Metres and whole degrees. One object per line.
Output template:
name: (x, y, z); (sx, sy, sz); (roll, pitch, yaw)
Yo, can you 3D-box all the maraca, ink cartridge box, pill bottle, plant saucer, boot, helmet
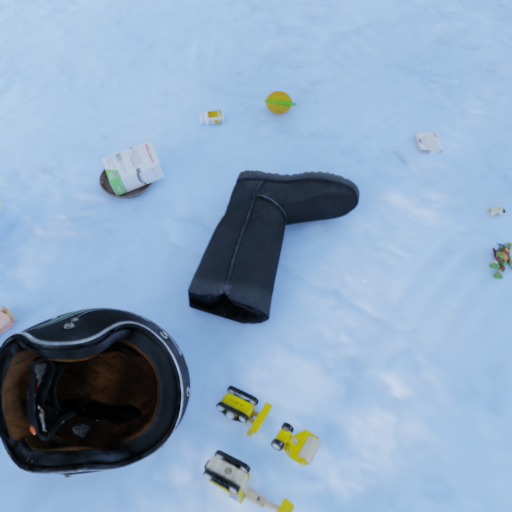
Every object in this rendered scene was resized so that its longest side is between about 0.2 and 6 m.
maraca: (0.617, -3.913, 14.301); (0.740, 0.577, 1.079); (-1, 17, -15)
ink cartridge box: (-2.809, -2.013, 12.812); (1.186, 0.498, 0.863); (-22, 57, -6)
pill bottle: (-1.140, -3.526, 14.292); (0.595, 0.331, 0.331); (-9, 53, -7)
plant saucer: (-2.987, -1.767, 13.020); (1.273, 0.204, 1.273); (0, 52, 0)
boot: (0.423, -0.216, 11.170); (2.831, 1.128, 3.435); (4, 47, 18)
helmet: (-2.393, 2.005, 8.612); (2.541, 2.665, 2.665); (0, 43, -45)
ink cartridge box: (4.244, -2.789, 13.835); (0.591, 0.150, 0.671); (-1, 52, -3)

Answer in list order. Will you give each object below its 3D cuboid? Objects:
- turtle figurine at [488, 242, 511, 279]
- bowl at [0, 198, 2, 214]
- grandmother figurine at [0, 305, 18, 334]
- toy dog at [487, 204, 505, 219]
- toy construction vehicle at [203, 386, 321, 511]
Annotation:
turtle figurine: (5.160, 0.057, 11.348); (0.876, 0.630, 0.849); (32, 63, 26)
bowl: (-6.995, -0.767, 10.995); (3.489, 1.568, 3.489); (22, 28, -13)
grandmother figurine: (-5.086, 1.519, 10.395); (0.800, 0.400, 1.320); (16, 52, 46)
toy dog: (5.349, -0.994, 12.410); (0.333, 0.233, 0.323); (1, 65, 0)
toy construction vehicle: (-0.009, 3.169, 9.022); (1.819, 0.641, 1.584); (20, 48, 18)
